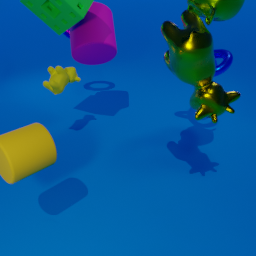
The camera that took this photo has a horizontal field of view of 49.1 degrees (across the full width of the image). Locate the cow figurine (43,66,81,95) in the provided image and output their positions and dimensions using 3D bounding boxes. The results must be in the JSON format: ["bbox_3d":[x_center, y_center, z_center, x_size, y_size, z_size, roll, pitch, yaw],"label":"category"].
[{"bbox_3d":[-1.766,-1.288,7.615,0.544,0.976,0.992,3,68,29],"label":"cow figurine"}]

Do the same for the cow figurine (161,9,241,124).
[{"bbox_3d":[1.269,-0.996,4.935,0.919,1.675,1.648,-28,62,1],"label":"cow figurine"}]

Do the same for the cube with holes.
[{"bbox_3d":[-1.609,-3.281,6.815,1.189,1.189,1.189,-8,52,49],"label":"cube with holes"}]

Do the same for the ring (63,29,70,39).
[{"bbox_3d":[-1.699,-3.671,9.451,1.396,1.396,0.279,4,12,7],"label":"ring"}]

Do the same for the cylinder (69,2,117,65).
[{"bbox_3d":[-1.062,-2.782,8.385,1.336,1.336,1.336,-7,-13,-2],"label":"cylinder"}]

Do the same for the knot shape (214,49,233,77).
[{"bbox_3d":[2.073,-1.946,7.588,1.517,0.701,1.419,26,31,17],"label":"knot shape"}]

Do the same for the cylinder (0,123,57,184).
[{"bbox_3d":[-1.726,0.404,4.639,0.789,0.789,0.789,25,37,37],"label":"cylinder"}]

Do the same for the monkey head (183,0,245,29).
[{"bbox_3d":[1.491,-2.151,4.918,0.947,1.131,1.572,36,54,18],"label":"monkey head"}]
